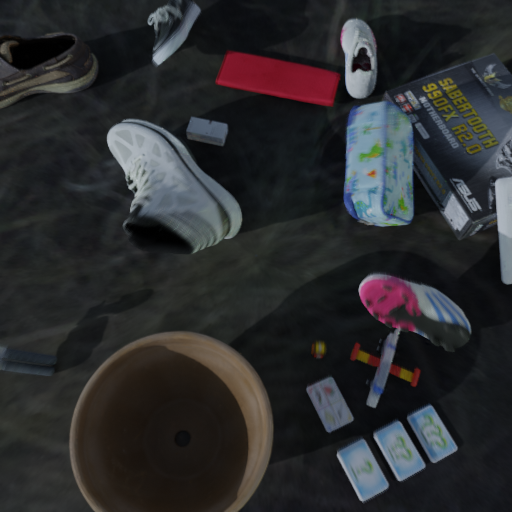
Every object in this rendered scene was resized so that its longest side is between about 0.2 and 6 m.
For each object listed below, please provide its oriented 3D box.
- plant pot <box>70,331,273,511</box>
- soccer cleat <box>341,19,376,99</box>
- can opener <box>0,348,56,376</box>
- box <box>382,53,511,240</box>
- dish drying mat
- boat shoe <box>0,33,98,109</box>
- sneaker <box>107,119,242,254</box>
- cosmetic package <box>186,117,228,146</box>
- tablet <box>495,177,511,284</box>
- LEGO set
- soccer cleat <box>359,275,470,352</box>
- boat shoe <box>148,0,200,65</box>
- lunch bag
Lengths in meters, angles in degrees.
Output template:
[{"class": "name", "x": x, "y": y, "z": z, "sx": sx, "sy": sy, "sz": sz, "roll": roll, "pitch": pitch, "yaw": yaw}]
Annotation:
[{"class": "plant pot", "x": -1.244, "y": 2.795, "z": 8.792, "sx": 2.985, "sy": 1.378, "sz": 2.985, "roll": 0, "pitch": 66, "yaw": -1}, {"class": "soccer cleat", "x": 2.332, "y": -4.532, "z": 12.312, "sx": 0.790, "sy": 0.976, "sz": 2.261, "roll": 0, "pitch": 65, "yaw": 0}, {"class": "can opener", "x": -4.155, "y": 1.772, "z": 9.471, "sx": 1.459, "sy": 0.488, "sz": 0.389, "roll": 12, "pitch": 78, "yaw": -18}, {"class": "box", "x": 4.496, "y": -2.289, "z": 11.379, "sx": 2.681, "sy": 0.818, "sz": 3.385, "roll": -21, "pitch": 68, "yaw": -9}, {"class": "dish drying mat", "x": 0.497, "y": -3.932, "z": 12.458, "sx": 2.641, "sy": 0.240, "sz": 1.014, "roll": 13, "pitch": 66, "yaw": 7}, {"class": "boat shoe", "x": -5.214, "y": -4.121, "z": 11.962, "sx": 3.451, "sy": 1.265, "sz": 1.286, "roll": -15, "pitch": 67, "yaw": -7}, {"class": "sneaker", "x": -1.965, "y": -1.300, "z": 10.316, "sx": 3.316, "sy": 1.251, "sz": 1.908, "roll": 41, "pitch": 39, "yaw": 14}, {"class": "cosmetic package", "x": -1.034, "y": -2.627, "z": 11.831, "sx": 0.802, "sy": 0.297, "sz": 0.408, "roll": 12, "pitch": 66, "yaw": 4}, {"class": "tablet", "x": 5.064, "y": -0.518, "z": 10.370, "sx": 1.275, "sy": 0.134, "sz": 1.960, "roll": -9, "pitch": 98, "yaw": -12}, {"class": "LEGO set", "x": 1.986, "y": 2.390, "z": 9.371, "sx": 1.940, "sy": 0.637, "sz": 2.597, "roll": -20, "pitch": 67, "yaw": -16}, {"class": "soccer cleat", "x": 2.680, "y": 0.830, "z": 9.643, "sx": 2.288, "sy": 0.799, "sz": 0.988, "roll": 29, "pitch": 35, "yaw": -17}, {"class": "boat shoe", "x": -1.904, "y": -5.100, "z": 12.322, "sx": 0.785, "sy": 0.848, "sz": 2.297, "roll": 40, "pitch": 50, "yaw": -28}, {"class": "lunch bag", "x": 2.349, "y": -1.636, "z": 10.431, "sx": 0.885, "sy": 1.725, "sz": 2.146, "roll": -1, "pitch": 85, "yaw": 36}]
